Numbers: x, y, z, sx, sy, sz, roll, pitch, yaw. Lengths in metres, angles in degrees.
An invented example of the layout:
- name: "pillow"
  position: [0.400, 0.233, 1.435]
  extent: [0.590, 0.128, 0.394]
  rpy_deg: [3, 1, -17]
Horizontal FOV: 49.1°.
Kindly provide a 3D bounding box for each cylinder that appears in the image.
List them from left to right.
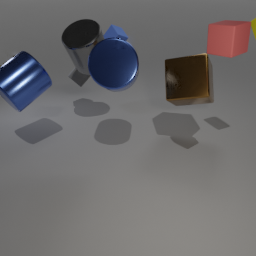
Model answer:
- name: "cylinder"
  position: [-3.403, -1.469, 8.899]
  extent: [1.400, 1.400, 1.400]
  rpy_deg: [28, 65, 41]
- name: "cylinder"
  position: [-1.461, -2.872, 10.024]
  extent: [1.400, 1.400, 1.400]
  rpy_deg: [-6, 61, 10]
- name: "cylinder"
  position: [-0.379, -1.808, 8.283]
  extent: [1.400, 1.400, 1.400]
  rpy_deg: [1, 5, 2]

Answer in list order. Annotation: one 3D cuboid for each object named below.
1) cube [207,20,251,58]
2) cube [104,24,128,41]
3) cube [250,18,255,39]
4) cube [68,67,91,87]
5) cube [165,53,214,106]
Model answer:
- name: "cube"
  position: [2.381, -2.132, 6.651]
  extent: [0.700, 0.700, 0.700]
  rpy_deg: [-24, 34, -33]
- name: "cube"
  position: [-0.559, -4.173, 12.826]
  extent: [0.700, 0.700, 0.700]
  rpy_deg: [-3, 54, -49]
- name: "cube"
  position: [4.001, -2.854, 7.806]
  extent: [0.700, 0.700, 0.700]
  rpy_deg: [-17, -2, -18]
- name: "cube"
  position: [-2.070, -2.274, 12.021]
  extent: [0.700, 0.700, 0.700]
  rpy_deg: [40, 4, -17]
- name: "cube"
  position: [2.123, -1.579, 9.582]
  extent: [1.400, 1.400, 1.400]
  rpy_deg: [-3, -4, 22]
